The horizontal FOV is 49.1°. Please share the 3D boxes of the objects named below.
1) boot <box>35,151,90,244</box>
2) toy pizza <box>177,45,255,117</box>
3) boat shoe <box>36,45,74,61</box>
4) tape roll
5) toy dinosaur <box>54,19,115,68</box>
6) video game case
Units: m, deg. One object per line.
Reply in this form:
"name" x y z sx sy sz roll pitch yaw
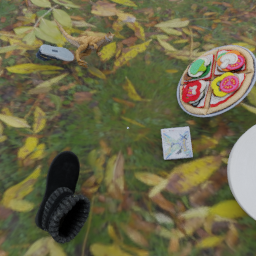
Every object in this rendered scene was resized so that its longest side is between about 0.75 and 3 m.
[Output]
"boot" -1.418 1.495 6.548 0.798 1.586 2.122 20 70 -25
"toy pizza" 2.683 -1.587 8.911 2.690 0.426 2.690 -25 48 31
"boat shoe" -2.723 -2.714 10.441 1.317 0.598 0.466 8 70 -39
"tape roll" 4.038 1.145 7.004 2.932 0.536 2.932 -3 79 13
"toy dinosaur" -1.576 -2.976 9.967 2.738 0.827 1.454 14 88 27
"video game case" 1.442 0.447 8.299 0.833 0.101 0.914 -6 78 4
